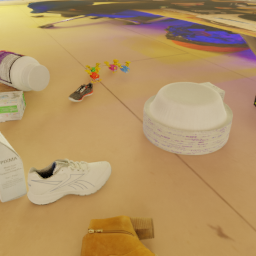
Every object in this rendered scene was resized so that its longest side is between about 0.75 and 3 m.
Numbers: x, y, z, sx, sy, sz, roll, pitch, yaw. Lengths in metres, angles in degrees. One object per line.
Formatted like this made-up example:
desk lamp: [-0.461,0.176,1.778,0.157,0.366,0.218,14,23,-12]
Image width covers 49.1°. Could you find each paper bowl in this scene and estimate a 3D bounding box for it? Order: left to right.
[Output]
paper bowl: [2.004,-0.520,9.499,2.966,1.542,2.966,1,31,-1]

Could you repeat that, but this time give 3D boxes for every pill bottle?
pill bottle: [-4.976,-2.581,12.827,2.819,1.570,1.570,21,37,30]

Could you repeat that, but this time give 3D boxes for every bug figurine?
bug figurine: [-1.093,-2.971,14.413,2.408,0.620,1.868,-16,29,-17]

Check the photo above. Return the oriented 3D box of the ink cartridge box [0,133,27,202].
ink cartridge box: [-3.455,0.059,7.162,0.693,2.932,2.347,-16,34,-36]

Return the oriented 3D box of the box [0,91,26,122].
box: [-4.819,-0.815,10.781,1.464,0.708,1.292,-5,30,-7]

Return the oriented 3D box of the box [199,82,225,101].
box: [3.178,-1.321,11.571,1.107,0.724,1.101,-11,33,-19]

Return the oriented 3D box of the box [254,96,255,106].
box: [5.640,-1.230,9.947,0.628,2.272,2.836,-3,31,-4]

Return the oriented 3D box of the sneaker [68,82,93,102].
sneaker: [-2.032,-1.615,12.078,0.561,0.596,1.456,26,37,17]

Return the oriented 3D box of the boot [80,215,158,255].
boot: [-0.175,2.550,5.353,1.501,0.738,2.097,-6,28,1]

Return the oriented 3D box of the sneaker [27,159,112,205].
sneaker: [-1.452,1.229,7.160,2.231,0.972,0.831,-14,34,-23]
